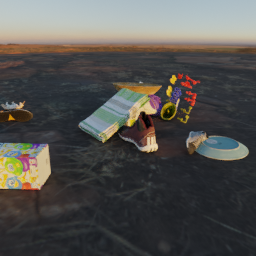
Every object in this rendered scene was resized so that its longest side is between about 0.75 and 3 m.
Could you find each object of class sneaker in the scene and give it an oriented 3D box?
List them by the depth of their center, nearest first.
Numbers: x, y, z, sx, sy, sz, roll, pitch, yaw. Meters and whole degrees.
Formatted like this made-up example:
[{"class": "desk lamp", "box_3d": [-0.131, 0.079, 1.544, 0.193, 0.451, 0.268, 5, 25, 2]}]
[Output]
[{"class": "sneaker", "box_3d": [2.185, 0.378, 8.718, 0.620, 0.403, 1.074, -16, 25, 29]}, {"class": "sneaker", "box_3d": [0.340, -0.066, 9.268, 0.764, 1.166, 2.018, -11, 22, -29]}, {"class": "sneaker", "box_3d": [-4.733, -0.605, 11.748, 1.525, 0.533, 0.686, -4, 23, -4]}, {"class": "sneaker", "box_3d": [0.937, -1.240, 13.213, 1.242, 1.200, 2.977, 12, 26, -12]}]

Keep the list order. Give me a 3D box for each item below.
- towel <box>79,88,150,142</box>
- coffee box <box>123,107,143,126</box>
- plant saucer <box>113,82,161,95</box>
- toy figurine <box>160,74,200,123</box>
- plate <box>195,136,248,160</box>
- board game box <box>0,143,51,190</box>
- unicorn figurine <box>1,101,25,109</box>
[{"class": "towel", "box_3d": [-0.556, -0.615, 10.291, 2.388, 0.366, 1.781, -43, 38, -17]}, {"class": "coffee box", "box_3d": [0.053, -0.450, 10.900, 0.794, 0.803, 0.802, -15, 24, -36]}, {"class": "plant saucer", "box_3d": [0.384, -1.701, 12.095, 2.111, 0.374, 2.111, 3, 13, -1]}, {"class": "toy figurine", "box_3d": [2.204, -1.016, 12.514, 1.283, 1.457, 2.432, 18, 66, 6]}, {"class": "plate", "box_3d": [2.933, 0.555, 8.947, 1.732, 0.221, 1.732, 0, 21, 0]}, {"class": "board game box", "box_3d": [-2.891, 0.921, 6.918, 1.669, 0.875, 0.860, 1, 20, 3]}, {"class": "unicorn figurine", "box_3d": [-5.488, -1.067, 13.433, 1.001, 0.370, 0.687, -29, 42, -28]}]
